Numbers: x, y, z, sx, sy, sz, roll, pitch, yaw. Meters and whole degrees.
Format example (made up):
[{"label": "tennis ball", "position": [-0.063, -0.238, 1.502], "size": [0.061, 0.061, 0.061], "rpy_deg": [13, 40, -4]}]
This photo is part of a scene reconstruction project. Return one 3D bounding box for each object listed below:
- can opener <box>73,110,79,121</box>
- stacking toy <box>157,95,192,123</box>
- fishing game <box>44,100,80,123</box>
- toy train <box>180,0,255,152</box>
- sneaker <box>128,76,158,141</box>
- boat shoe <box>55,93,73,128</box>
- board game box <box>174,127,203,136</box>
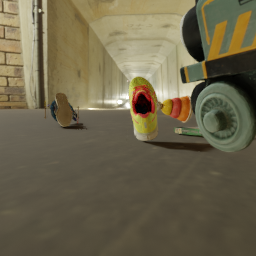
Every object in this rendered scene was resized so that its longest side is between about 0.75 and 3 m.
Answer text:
[{"label": "can opener", "position": [-2.245, -0.673, 10.708], "size": [0.436, 0.352, 1.110], "rpy_deg": [23, -17, 49]}, {"label": "stacking toy", "position": [1.240, -0.599, 8.023], "size": [1.095, 0.800, 0.800], "rpy_deg": [6, 4, -11]}, {"label": "fishing game", "position": [-2.203, -0.591, 9.470], "size": [1.252, 0.897, 0.195], "rpy_deg": [12, -23, -34]}, {"label": "toy train", "position": [1.506, -0.671, 2.056], "size": [1.248, 1.669, 2.929], "rpy_deg": [-16, 9, -27]}, {"label": "sneaker", "position": [0.314, -0.572, 5.652], "size": [0.637, 1.629, 0.736], "rpy_deg": [-11, -40, 2]}, {"label": "boat shoe", "position": [-2.102, -0.510, 8.962], "size": [0.517, 1.400, 0.422], "rpy_deg": [-6, -38, -23]}, {"label": "board game box", "position": [1.864, 0.090, 6.351], "size": [0.795, 0.178, 1.518], "rpy_deg": [2, 3, -37]}]
